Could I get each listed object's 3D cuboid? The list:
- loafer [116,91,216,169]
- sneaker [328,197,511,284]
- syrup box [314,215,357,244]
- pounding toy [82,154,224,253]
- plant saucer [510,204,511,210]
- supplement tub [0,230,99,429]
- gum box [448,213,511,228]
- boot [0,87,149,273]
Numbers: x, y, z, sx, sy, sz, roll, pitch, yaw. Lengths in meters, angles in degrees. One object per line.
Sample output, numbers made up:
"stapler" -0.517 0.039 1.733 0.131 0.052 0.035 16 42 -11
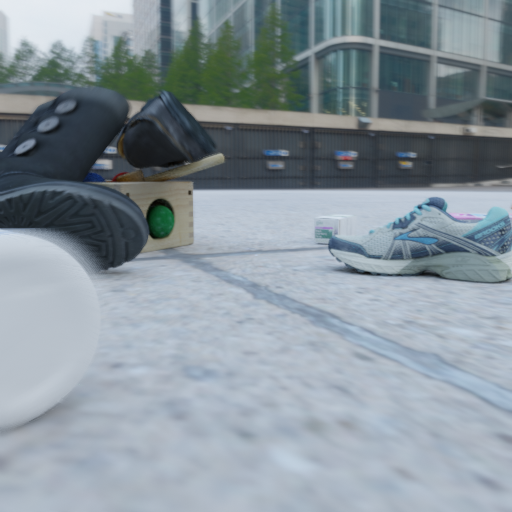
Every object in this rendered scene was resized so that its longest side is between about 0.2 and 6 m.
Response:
"loafer" -1.647 -1.941 9.606 1.276 1.285 3.530 -43 19 -4
"sneaker" 2.086 -0.266 7.217 2.324 1.003 0.902 3 9 21
"syrup box" 1.534 -0.520 10.764 0.487 0.504 1.238 4 9 25
"pounding toy" -2.071 -0.976 9.927 2.315 1.646 2.131 5 10 32
"plant saucer" 6.063 -0.661 11.065 2.004 0.323 2.004 12 14 -3
"supplement tub" -1.697 0.298 3.199 1.502 0.991 0.991 10 12 41
"gum box" 3.948 -0.484 10.302 1.664 0.550 0.944 1 9 7
"boot" -2.635 -1.362 8.451 3.098 1.234 3.758 1 36 10
